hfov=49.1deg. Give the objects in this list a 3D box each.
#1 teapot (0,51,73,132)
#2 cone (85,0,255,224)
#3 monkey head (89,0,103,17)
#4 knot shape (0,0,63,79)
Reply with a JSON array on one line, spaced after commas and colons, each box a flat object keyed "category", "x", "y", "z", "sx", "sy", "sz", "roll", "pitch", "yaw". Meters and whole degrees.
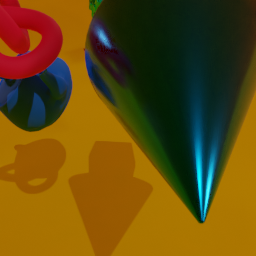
[{"category": "teapot", "x": -1.414, "y": -0.594, "z": 4.073, "sx": 1.964, "sy": 0.962, "sz": 1.221, "roll": 2, "pitch": 71, "yaw": 47}, {"category": "cone", "x": 0.394, "y": -0.083, "z": 1.985, "sx": 1.673, "sy": 1.673, "sz": 1.679, "roll": 2, "pitch": 40, "yaw": 2}, {"category": "monkey head", "x": -0.788, "y": -4.207, "z": 9.627, "sx": 0.925, "sy": 1.534, "sz": 1.104, "roll": -19, "pitch": 2, "yaw": -22}, {"category": "knot shape", "x": -1.313, "y": -1.027, "z": 2.568, "sx": 1.196, "sy": 0.590, "sz": 1.278, "roll": 11, "pitch": 35, "yaw": -47}]
